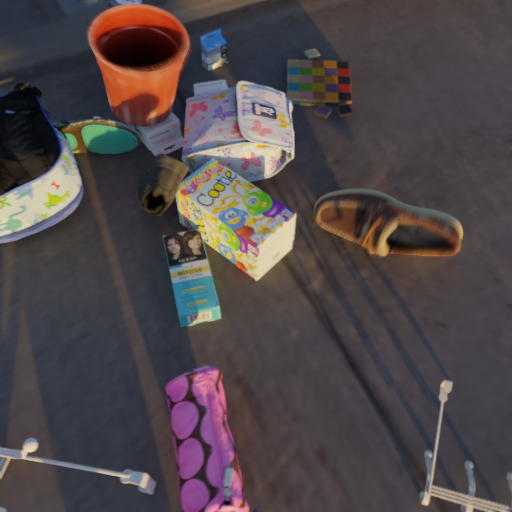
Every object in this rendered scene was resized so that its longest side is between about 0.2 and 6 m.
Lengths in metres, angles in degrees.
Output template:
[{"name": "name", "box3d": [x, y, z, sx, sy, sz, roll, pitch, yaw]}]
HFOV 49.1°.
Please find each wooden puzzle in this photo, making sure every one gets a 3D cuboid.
[{"name": "wooden puzzle", "box3d": [1.495, -4.160, 13.480, 1.527, 0.181, 2.575, 3, 54, 2]}]

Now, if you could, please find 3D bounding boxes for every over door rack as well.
[{"name": "over door rack", "box3d": [-2.942, 3.605, 7.455, 2.722, 0.907, 2.011, 10, 56, 7]}, {"name": "over door rack", "box3d": [3.155, 2.809, 8.039, 1.302, 0.587, 1.762, 12, 82, 9]}]

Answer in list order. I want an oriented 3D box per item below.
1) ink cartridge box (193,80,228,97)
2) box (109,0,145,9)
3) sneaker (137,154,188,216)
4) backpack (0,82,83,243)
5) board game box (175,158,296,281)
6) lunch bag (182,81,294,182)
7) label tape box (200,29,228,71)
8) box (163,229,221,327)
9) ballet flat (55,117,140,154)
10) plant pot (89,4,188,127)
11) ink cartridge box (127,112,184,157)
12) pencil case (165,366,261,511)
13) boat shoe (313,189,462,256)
[{"name": "ink cartridge box", "box3d": [-0.968, -3.504, 12.844, 0.759, 0.442, 1.048, -11, 55, -8]}, {"name": "box", "box3d": [-3.224, -6.253, 14.688, 0.762, 0.662, 1.154, -30, 60, -20]}, {"name": "sneaker", "box3d": [-1.867, -1.125, 10.291, 0.759, 1.998, 0.907, 21, 70, -12]}, {"name": "backpack", "box3d": [-4.532, -1.482, 10.403, 2.464, 1.979, 2.693, -29, 53, -15]}, {"name": "board game box", "box3d": [-0.401, -0.706, 10.449, 2.059, 1.060, 1.080, 36, 62, 23]}, {"name": "lunch bag", "box3d": [-0.326, -2.514, 11.380, 2.155, 1.370, 1.828, -8, 54, 11]}, {"name": "label tape box", "box3d": [-1.024, -5.027, 13.699, 0.604, 0.838, 0.265, -32, 60, -21]}, {"name": "box", "box3d": [-1.168, 0.362, 10.067, 0.727, 0.434, 1.767, -12, 55, -9]}, {"name": "ballet flat", "box3d": [-3.705, -2.657, 12.026, 2.440, 0.906, 0.906, -2, 54, -4]}, {"name": "plant pot", "box3d": [-2.329, -3.677, 11.249, 1.834, 1.784, 1.834, 4, 62, -8]}, {"name": "ink cartridge box", "box3d": [-2.225, -2.892, 12.375, 0.839, 0.495, 1.458, -30, 60, -20]}, {"name": "pencil case", "box3d": [-0.703, 2.676, 8.016, 1.017, 1.050, 2.241, -6, 54, -17]}, {"name": "boat shoe", "box3d": [2.327, -0.509, 10.142, 2.733, 0.986, 0.984, 16, 26, 12]}]
